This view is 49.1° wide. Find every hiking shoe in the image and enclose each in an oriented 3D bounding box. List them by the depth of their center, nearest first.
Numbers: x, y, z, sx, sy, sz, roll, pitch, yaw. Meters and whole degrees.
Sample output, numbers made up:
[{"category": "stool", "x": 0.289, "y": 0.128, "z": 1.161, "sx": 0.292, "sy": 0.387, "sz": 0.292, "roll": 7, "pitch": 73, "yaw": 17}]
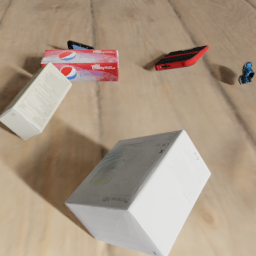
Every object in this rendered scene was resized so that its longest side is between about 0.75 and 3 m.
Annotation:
[{"category": "hiking shoe", "x": 4.020, "y": -1.818, "z": 9.293, "sx": 0.438, "sy": 0.375, "sz": 1.009, "roll": 1, "pitch": 53, "yaw": 44}]

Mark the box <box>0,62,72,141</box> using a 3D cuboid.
[{"category": "box", "x": -2.549, "y": -0.790, "z": 7.935, "sx": 0.827, "sy": 1.010, "sz": 2.128, "roll": -22, "pitch": 32, "yaw": 36}]

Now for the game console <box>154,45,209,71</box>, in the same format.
[{"category": "game console", "x": 1.827, "y": -2.418, "z": 9.711, "sx": 1.599, "sy": 0.248, "sz": 1.414, "roll": 3, "pitch": 33, "yaw": 42}]

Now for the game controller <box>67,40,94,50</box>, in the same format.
[{"category": "game controller", "x": -1.729, "y": -2.940, "z": 10.415, "sx": 1.104, "sy": 0.576, "sz": 0.232, "roll": 17, "pitch": 75, "yaw": 6}]

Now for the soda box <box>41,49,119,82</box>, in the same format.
[{"category": "soda box", "x": -1.576, "y": -2.125, "z": 9.538, "sx": 2.510, "sy": 0.796, "sz": 0.879, "roll": -1, "pitch": 46, "yaw": -1}]

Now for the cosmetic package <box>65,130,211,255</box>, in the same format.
[{"category": "cosmetic package", "x": 0.182, "y": 1.166, "z": 5.439, "sx": 1.951, "sy": 1.203, "sz": 1.957, "roll": -13, "pitch": 30, "yaw": 48}]
